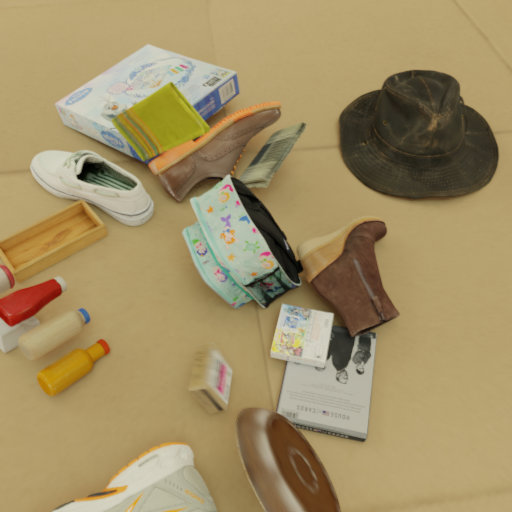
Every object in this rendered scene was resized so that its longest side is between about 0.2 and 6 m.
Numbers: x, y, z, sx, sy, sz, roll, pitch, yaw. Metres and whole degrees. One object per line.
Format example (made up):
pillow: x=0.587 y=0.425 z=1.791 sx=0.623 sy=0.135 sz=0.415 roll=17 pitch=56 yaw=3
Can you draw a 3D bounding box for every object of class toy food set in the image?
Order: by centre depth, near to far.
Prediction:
toy food set: x=-3.696 y=0.945 z=9.312 sx=2.634 sy=1.257 sz=1.185 roll=34 pitch=46 yaw=26

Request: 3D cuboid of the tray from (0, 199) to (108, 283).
tray: x=-3.962 y=-0.314 z=10.870 sx=1.892 sy=0.350 sz=0.933 roll=-31 pitch=57 yaw=-24

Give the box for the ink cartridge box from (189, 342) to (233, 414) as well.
ink cartridge box: x=-0.689 y=1.895 z=8.709 sx=0.320 sy=0.701 sz=0.851 roll=-17 pitch=40 yaw=21

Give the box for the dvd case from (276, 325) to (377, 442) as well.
dvd case: x=1.170 y=1.954 z=9.090 sx=1.419 sy=0.233 sz=1.888 roll=10 pitch=52 yaw=8

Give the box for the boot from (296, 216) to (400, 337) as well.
boot: x=1.964 y=0.340 z=10.135 sx=2.304 sy=0.833 sz=1.916 roll=-20 pitch=67 yaw=-35

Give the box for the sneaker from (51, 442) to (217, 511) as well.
sneaker: x=-1.913 y=3.778 z=7.051 sx=3.191 sy=1.208 sz=1.468 roll=-30 pitch=61 yaw=-20

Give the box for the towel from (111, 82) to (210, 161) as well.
towel: x=-1.839 y=-2.392 z=10.319 sx=2.482 sy=1.068 sz=0.224 roll=-4 pitch=44 yaw=54

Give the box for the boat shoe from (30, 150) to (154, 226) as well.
boat shoe: x=-3.419 y=-1.707 z=11.541 sx=3.103 sy=1.036 sz=1.141 roll=22 pitch=54 yaw=17

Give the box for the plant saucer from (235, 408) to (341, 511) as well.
plant saucer: x=0.503 y=2.835 z=7.250 sx=0.339 sy=2.116 sz=2.116 roll=-36 pitch=53 yaw=11

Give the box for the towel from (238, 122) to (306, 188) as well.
towel: x=0.315 y=-2.007 z=11.451 sx=0.268 sy=1.555 sz=1.497 roll=39 pitch=78 yaw=-19

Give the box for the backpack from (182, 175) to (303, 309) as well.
backpack: x=-0.310 y=-0.247 z=9.674 sx=1.617 sy=2.148 sz=1.907 roll=-28 pitch=54 yaw=4

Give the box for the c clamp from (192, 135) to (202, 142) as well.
c clamp: x=-2.062 y=-2.956 z=13.035 sx=1.807 sy=0.286 sz=2.115 roll=-8 pitch=48 yaw=3

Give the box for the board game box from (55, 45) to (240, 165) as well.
board game box: x=-2.515 y=-3.667 z=13.095 sx=3.055 sy=0.666 sz=3.070 roll=28 pitch=59 yaw=29

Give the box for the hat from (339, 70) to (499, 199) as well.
hat: x=3.677 y=-3.073 z=12.324 sx=3.944 sy=1.591 sz=3.944 roll=1 pitch=51 yaw=-1

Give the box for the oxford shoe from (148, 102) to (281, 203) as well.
oxford shoe: x=-0.675 y=-2.236 z=11.878 sx=3.096 sy=1.104 sz=1.129 roll=-31 pitch=98 yaw=-7

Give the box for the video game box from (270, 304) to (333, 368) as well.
video game box: x=0.769 y=1.319 z=9.313 sx=0.897 sy=0.231 sz=0.985 roll=12 pitch=50 yaw=6
